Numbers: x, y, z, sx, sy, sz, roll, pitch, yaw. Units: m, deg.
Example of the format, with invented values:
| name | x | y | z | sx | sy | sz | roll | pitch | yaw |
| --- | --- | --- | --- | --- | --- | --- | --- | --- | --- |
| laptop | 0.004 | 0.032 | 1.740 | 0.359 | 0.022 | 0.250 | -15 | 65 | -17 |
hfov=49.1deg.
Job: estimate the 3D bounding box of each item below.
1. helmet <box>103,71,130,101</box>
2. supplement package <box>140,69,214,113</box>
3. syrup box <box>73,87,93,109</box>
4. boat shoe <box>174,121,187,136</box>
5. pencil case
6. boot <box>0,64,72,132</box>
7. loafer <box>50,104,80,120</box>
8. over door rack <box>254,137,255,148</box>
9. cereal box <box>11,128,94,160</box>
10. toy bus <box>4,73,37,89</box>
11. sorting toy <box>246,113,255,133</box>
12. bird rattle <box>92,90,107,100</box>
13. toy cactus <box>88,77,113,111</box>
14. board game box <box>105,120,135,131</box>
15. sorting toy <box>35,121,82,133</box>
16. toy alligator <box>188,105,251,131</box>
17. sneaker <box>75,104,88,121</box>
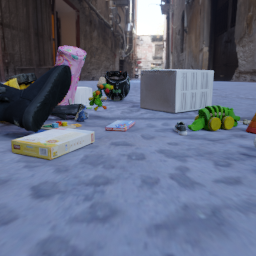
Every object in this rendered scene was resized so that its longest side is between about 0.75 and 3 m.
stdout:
| name | x | y | z | sx | sy | sz | roll | pitch | yaw |
| --- | --- | --- | --- | --- | --- | --- | --- | --- | --- |
| helmet | -0.599 | -2.186 | 14.702 | 1.593 | 1.518 | 1.593 | 2 | 48 | -2 |
| supplement package | 1.953 | -1.576 | 11.437 | 2.163 | 1.591 | 2.068 | -9 | 14 | -37 |
| syrup box | -2.622 | -1.211 | 11.398 | 2.206 | 0.898 | 0.869 | -6 | 13 | -29 |
| boat shoe | 1.359 | -0.033 | 7.122 | 0.299 | 0.294 | 0.829 | -1 | 11 | -3 |
| pencil case | -2.064 | -1.589 | 9.444 | 0.988 | 2.261 | 0.988 | 15 | 25 | -7 |
| boot | -2.652 | -0.952 | 6.900 | 1.893 | 0.860 | 2.253 | 14 | 50 | 11 |
| loafer | -2.058 | -0.489 | 8.881 | 1.357 | 0.476 | 0.461 | -7 | -2 | -21 |
| over door rack | 3.409 | 0.209 | 3.888 | 2.649 | 0.882 | 1.957 | -19 | 8 | 12 |
| cereal box | -1.461 | 0.271 | 5.660 | 0.996 | 0.274 | 1.385 | 6 | 13 | 27 |
| toy bus | -3.720 | -0.815 | 8.670 | 1.971 | 1.393 | 2.053 | -14 | 12 | -2 |
| sorting toy | 3.895 | -0.263 | 7.404 | 1.879 | 0.647 | 0.652 | -7 | 13 | -28 |
| bird rattle | -1.661 | -1.537 | 14.426 | 0.982 | 0.678 | 1.204 | 6 | -7 | -36 |
| toy cactus | -0.869 | -1.217 | 9.345 | 0.678 | 1.095 | 1.326 | 17 | -32 | -16 |
| board game box | -0.192 | -0.069 | 7.780 | 0.559 | 0.106 | 1.086 | 2 | 11 | 15 |
| sorting toy | -1.910 | -0.071 | 7.575 | 0.784 | 0.190 | 1.392 | 10 | 15 | 41 |
| toy alligator | 2.625 | -0.325 | 7.710 | 2.317 | 0.629 | 0.687 | -5 | 13 | -25 |
| sneaker | -1.359 | -0.454 | 8.484 | 0.380 | 0.335 | 0.852 | 18 | -25 | -12 |
